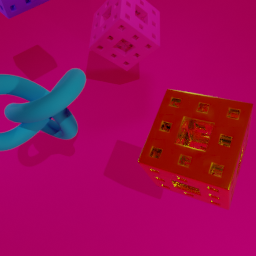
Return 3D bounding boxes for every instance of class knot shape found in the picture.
[{"bbox_3d":[-1.416,-0.226,4.411,1.805,1.689,0.834,-20,73,-5],"label":"knot shape"}]

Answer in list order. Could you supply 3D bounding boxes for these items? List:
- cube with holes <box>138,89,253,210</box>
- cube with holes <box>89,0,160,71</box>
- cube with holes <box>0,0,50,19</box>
[{"bbox_3d":[0.967,0.306,3.851,1.103,1.103,1.103,14,69,25],"label":"cube with holes"},{"bbox_3d":[-0.073,-2.675,7.609,1.334,1.334,1.334,24,55,-34],"label":"cube with holes"},{"bbox_3d":[-2.465,-3.189,5.845,1.064,1.064,1.064,-37,62,-23],"label":"cube with holes"}]
